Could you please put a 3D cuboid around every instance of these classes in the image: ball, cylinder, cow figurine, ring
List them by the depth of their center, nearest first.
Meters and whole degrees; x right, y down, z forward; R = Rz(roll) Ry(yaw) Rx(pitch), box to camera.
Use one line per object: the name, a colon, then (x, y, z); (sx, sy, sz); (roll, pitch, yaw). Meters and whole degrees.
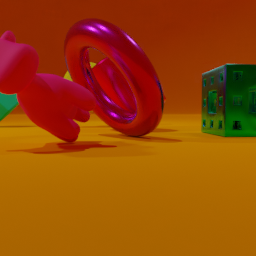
cow figurine: (-1.054, -0.400, 3.195); (1.333, 0.744, 1.355); (31, -15, -7)
ring: (-0.267, -0.707, 4.371); (0.401, 2.003, 2.003); (-40, 24, -26)
cylinder: (-0.041, -0.867, 6.316); (1.353, 1.353, 1.353); (-29, -3, -2)
ball: (-1.129, -1.135, 7.815); (1.375, 1.375, 1.375); (0, 3, 0)

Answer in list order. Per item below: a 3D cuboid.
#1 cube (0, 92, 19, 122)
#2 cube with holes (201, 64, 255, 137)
cube: (-3.696, -0.746, 7.944); (0.864, 0.864, 0.864); (-36, 18, 28)
cube with holes: (2.134, -0.478, 5.180); (1.188, 1.188, 1.188); (0, 3, -4)
